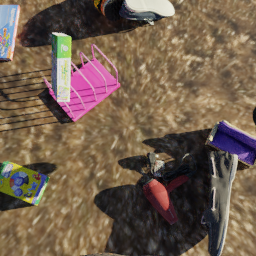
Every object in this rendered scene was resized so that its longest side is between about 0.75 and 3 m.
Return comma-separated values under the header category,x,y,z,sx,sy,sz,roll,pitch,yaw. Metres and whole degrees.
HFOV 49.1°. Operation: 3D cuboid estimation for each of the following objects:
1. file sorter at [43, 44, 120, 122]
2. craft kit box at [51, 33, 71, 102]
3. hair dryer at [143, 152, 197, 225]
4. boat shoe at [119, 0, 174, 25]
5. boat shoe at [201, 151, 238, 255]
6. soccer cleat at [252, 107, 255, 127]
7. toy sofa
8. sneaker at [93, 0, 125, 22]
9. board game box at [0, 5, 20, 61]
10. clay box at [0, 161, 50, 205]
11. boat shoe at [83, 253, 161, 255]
category,x,y,z,sx,sy,sz,roll,pitch,yaw
file sorter,-1.339,-1.364,8.204,1.827,1.146,1.270,-40,77,-12
craft kit box,-1.595,-1.468,6.596,0.344,1.402,1.420,-3,111,-22
hair dryer,1.157,1.582,7.588,1.493,0.533,1.960,6,73,1
boat shoe,0.635,-3.792,9.079,2.022,0.625,0.757,-18,82,-35
boat shoe,2.263,1.902,7.355,0.783,0.919,2.748,11,67,17
soccer cleat,3.107,-0.137,5.131,1.007,2.982,1.208,12,111,5
toy sofa,3.022,0.458,7.832,1.537,0.750,0.637,29,74,8
sneaker,0.156,-4.723,9.351,2.967,1.038,1.335,-33,61,-15
board game box,-4.251,-3.180,9.280,1.068,0.202,2.074,1,72,2
clay box,-3.006,1.481,7.713,1.434,0.341,0.824,19,72,5
boat shoe,-0.135,3.593,6.708,2.693,1.003,0.987,2,72,2
